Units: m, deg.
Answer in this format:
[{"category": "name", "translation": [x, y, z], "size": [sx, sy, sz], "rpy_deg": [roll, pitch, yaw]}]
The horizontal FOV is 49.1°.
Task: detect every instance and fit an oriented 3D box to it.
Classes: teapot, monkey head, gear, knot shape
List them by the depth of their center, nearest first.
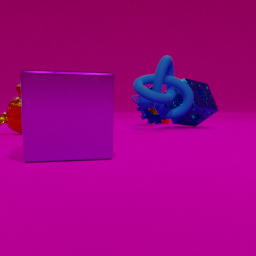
[{"category": "monkey head", "translation": [-1.996, -0.346, 5.490], "size": [1.280, 0.771, 0.921], "rpy_deg": [-2, 45, -35]}, {"category": "knot shape", "translation": [0.769, -0.918, 6.509], "size": [1.378, 1.473, 0.680], "rpy_deg": [-11, -7, -33]}, {"category": "teapot", "translation": [0.616, -0.871, 8.298], "size": [1.057, 0.518, 0.657], "rpy_deg": [-4, -4, -20]}, {"category": "gear", "translation": [0.889, -0.763, 9.516], "size": [1.253, 1.253, 0.232], "rpy_deg": [-2, -4, -26]}]

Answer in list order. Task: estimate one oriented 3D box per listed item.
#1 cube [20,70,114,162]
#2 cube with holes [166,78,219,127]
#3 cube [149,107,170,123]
[{"category": "cube", "translation": [-0.595, -0.158, 2.813], "size": [0.795, 0.795, 0.795], "rpy_deg": [-1, 10, -13]}, {"category": "cube with holes", "translation": [1.696, -0.667, 7.607], "size": [0.888, 0.888, 0.888], "rpy_deg": [6, -32, -33]}, {"category": "cube", "translation": [1.195, -0.567, 10.624], "size": [0.757, 0.757, 0.757], "rpy_deg": [0, 3, 8]}]
